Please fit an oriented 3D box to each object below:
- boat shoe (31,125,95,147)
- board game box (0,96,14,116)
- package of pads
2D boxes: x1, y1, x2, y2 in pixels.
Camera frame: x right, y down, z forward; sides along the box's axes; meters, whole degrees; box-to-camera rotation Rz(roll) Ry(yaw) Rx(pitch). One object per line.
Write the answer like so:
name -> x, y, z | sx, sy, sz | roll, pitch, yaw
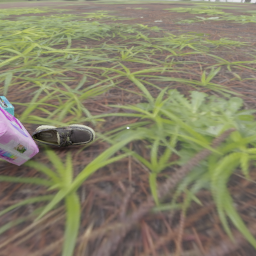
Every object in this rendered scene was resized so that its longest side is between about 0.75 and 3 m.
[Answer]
boat shoe -> -1.459, 0.216, 6.267 | 1.416, 0.519, 0.459 | -1, 18, 10
board game box -> -3.961, -0.562, 7.725 | 1.299, 0.305, 0.980 | -8, 29, -37
package of pads -> -2.391, 0.069, 5.228 | 0.628, 1.660, 1.000 | -37, 76, -8
